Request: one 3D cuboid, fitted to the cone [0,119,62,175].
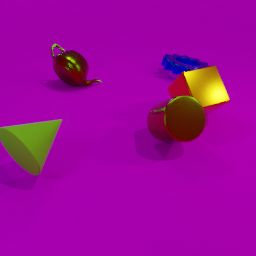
[{"bbox_3d":[-1.798,0.150,5.816,1.170,1.170,1.174,22,48,30],"label":"cone"}]

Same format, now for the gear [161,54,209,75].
[{"bbox_3d":[2.232,-2.370,10.677,1.878,0.347,1.878,9,29,-5],"label":"gear"}]

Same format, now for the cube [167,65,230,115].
[{"bbox_3d":[1.880,-0.920,7.616,1.064,1.064,1.064,-15,79,-18],"label":"cube"}]

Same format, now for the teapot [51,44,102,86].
[{"bbox_3d":[-1.848,-2.086,9.694,1.016,2.076,1.291,-54,14,-25],"label":"teapot"}]

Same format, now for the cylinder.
[{"bbox_3d":[1.110,-0.185,6.604,1.040,1.040,1.040,-12,1,-18],"label":"cylinder"}]
